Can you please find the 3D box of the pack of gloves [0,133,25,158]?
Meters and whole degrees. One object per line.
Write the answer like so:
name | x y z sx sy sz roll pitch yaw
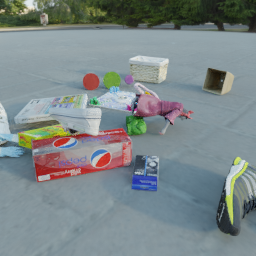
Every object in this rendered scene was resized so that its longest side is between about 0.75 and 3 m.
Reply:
pack of gloves | -4.069 0.505 9.375 1.286 0.254 1.081 4 41 -13

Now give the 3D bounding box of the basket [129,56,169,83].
basket | 1.289 -3.690 17.650 2.176 1.343 1.475 13 28 24

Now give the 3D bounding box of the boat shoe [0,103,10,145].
boat shoe | -5.169 -0.325 10.705 1.038 1.016 2.932 -10 31 -24

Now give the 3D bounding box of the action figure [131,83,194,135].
action figure | 1.367 -0.835 10.913 2.451 1.825 1.642 6 25 3

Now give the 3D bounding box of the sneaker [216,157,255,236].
sneaker | 2.879 1.587 6.750 1.109 1.012 2.740 16 30 24

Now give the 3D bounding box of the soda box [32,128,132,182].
soda box | -1.369 0.767 8.526 2.889 0.916 1.011 -7 26 -17

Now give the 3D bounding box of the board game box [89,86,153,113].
board game box | -0.271 -1.505 14.145 2.535 0.328 2.535 12 27 23

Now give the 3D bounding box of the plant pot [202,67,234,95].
plant pot | 5.121 -2.579 15.545 1.133 1.279 1.278 -3 22 -38

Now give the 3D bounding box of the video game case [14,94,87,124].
video game case | -3.122 -0.883 12.014 2.643 0.320 2.903 -7 20 -3

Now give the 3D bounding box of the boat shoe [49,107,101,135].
boat shoe | -1.737 -0.200 8.565 0.922 0.837 2.508 0 3 -37

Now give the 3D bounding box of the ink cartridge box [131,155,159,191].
ink cartridge box | 0.524 1.278 8.203 0.737 0.291 1.482 3 26 5

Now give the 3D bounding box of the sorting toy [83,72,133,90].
sorting toy | -1.153 -2.710 16.407 2.917 1.011 1.005 -5 2 -6

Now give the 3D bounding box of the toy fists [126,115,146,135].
toy fists | 0.318 -0.170 11.072 0.741 0.500 1.454 -1 24 -4

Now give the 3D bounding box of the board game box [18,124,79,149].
board game box | -2.686 0.277 9.658 0.946 0.443 1.862 10 15 34
